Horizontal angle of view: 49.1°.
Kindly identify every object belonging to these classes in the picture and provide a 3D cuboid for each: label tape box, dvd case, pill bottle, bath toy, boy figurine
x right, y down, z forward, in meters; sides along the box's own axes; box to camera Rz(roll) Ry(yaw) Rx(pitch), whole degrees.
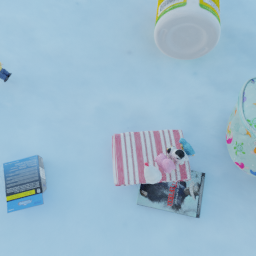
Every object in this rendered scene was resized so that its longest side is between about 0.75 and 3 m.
[{"bbox_3d":[-2.354,1.292,6.447,0.835,0.366,1.158,-14,69,-2],"label":"label tape box"},{"bbox_3d":[1.009,1.415,6.552,1.468,0.162,1.072,13,71,3],"label":"dvd case"},{"bbox_3d":[1.582,-3.384,7.378,1.586,1.586,2.857,7,63,2],"label":"pill bottle"},{"bbox_3d":[0.845,0.713,6.150,1.284,0.558,0.475,-32,91,-21],"label":"bath toy"},{"bbox_3d":[-3.427,-1.508,7.160,0.823,0.265,0.511,36,65,-33],"label":"boy figurine"}]

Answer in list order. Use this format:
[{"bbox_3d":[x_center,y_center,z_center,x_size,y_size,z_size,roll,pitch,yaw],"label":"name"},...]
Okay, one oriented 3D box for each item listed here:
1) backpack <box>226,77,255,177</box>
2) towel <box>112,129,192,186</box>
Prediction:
[{"bbox_3d":[3.716,-0.015,5.905,2.985,2.247,2.650,11,48,15],"label":"backpack"},{"bbox_3d":[0.527,0.695,6.696,1.802,0.269,1.318,-4,65,-2],"label":"towel"}]
